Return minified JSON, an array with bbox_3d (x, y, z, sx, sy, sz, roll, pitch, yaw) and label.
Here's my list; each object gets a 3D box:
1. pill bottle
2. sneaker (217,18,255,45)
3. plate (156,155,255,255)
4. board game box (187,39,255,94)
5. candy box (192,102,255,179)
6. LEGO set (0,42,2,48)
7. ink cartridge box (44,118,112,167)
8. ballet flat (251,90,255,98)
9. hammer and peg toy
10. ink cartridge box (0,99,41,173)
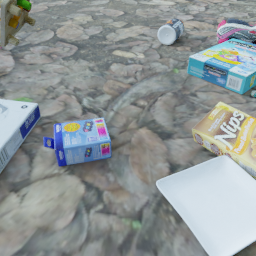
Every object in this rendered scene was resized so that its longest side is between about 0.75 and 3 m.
[{"bbox_3d":[2.020,-4.427,12.708,0.873,0.873,1.644,16,39,20],"label":"pill bottle"},{"bbox_3d":[5.176,-3.654,11.632,2.942,1.186,1.098,9,66,11],"label":"sneaker"},{"bbox_3d":[1.737,1.400,5.248,1.846,0.298,1.842,-16,40,-21],"label":"plate"},{"bbox_3d":[3.892,-2.334,10.021,2.876,0.675,2.171,-29,45,-33],"label":"board game box"},{"bbox_3d":[2.536,0.255,6.345,1.084,0.520,1.879,-42,50,-15],"label":"candy box"},{"bbox_3d":[-5.719,-3.766,12.125,0.540,0.668,1.452,3,10,-23],"label":"LEGO set"},{"bbox_3d":[-1.184,0.318,6.527,1.461,0.558,0.997,-10,37,-10],"label":"ink cartridge box"},{"bbox_3d":[4.203,-1.105,8.700,0.788,0.265,0.251,-6,33,-7],"label":"ballet flat"},{"bbox_3d":[-2.898,-3.259,7.631,0.700,1.459,1.984,25,52,-9],"label":"hammer and peg toy"},{"bbox_3d":[-3.952,0.157,6.715,2.781,0.565,2.775,5,37,6],"label":"ink cartridge box"}]
